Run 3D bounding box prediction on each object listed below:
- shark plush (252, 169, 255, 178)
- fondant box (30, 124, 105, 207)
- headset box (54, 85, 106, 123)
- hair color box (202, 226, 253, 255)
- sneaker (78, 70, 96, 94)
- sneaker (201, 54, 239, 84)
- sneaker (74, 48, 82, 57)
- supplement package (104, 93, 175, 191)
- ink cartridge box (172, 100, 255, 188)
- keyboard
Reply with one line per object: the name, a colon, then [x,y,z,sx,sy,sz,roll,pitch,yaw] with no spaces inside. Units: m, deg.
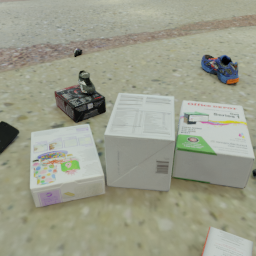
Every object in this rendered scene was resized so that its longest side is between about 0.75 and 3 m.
shark plush: [4.861,0.886,7.779,2.777,1.262,1.157,-7,65,-19]
fondant box: [-1.749,0.913,7.846,1.775,0.716,2.460,-9,34,-13]
headset box: [-1.899,-1.058,10.833,1.354,0.683,1.821,-23,40,-30]
hair color box: [1.726,2.792,5.170,0.899,0.542,1.771,15,36,21]
sneaker: [-1.616,-1.795,10.720,0.490,0.666,1.473,-12,35,-20]
sneaker: [4.511,-3.095,13.572,1.013,1.055,2.690,-11,35,-18]
sneaker: [-2.850,-4.365,16.151,0.406,0.351,0.928,6,34,-1]
supplement package: [0.400,0.301,7.845,1.700,1.712,2.256,4,34,6]
ink cartridge box: [2.441,0.329,8.330,1.958,1.135,2.704,7,34,11]
keyboard: [-4.301,0.470,8.749,0.953,0.363,1.831,35,40,-7]
